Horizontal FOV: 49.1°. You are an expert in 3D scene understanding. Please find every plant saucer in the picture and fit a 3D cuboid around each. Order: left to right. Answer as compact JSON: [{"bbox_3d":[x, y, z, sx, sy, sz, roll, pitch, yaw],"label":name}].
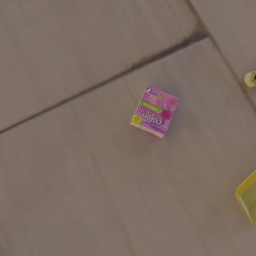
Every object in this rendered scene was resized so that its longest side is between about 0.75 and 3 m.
[{"bbox_3d":[2.986,1.392,6.314,1.286,0.312,1.286,-41,125,-5],"label":"plant saucer"}]

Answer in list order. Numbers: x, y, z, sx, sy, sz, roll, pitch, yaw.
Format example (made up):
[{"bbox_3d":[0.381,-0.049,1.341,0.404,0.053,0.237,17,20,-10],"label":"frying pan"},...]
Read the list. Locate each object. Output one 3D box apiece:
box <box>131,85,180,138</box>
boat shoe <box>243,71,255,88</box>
[{"bbox_3d":[0.654,-0.401,6.887,0.869,0.478,0.988,24,81,2],"label":"box"},{"bbox_3d":[3.640,-1.400,7.086,1.410,0.442,0.517,-25,92,-8],"label":"boat shoe"}]
